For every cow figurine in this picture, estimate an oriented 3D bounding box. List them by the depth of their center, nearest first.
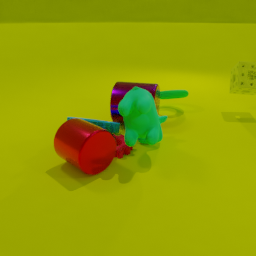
[{"bbox_3d":[0.380,-0.262,6.729,0.959,1.746,1.718,-5,30,15],"label":"cow figurine"}]

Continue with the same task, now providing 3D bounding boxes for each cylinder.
[{"bbox_3d":[-0.934,0.381,6.084,0.995,0.995,0.995,-20,30,-40],"label":"cylinder"},{"bbox_3d":[0.242,-0.720,8.360,1.264,1.264,1.264,6,23,13],"label":"cylinder"}]

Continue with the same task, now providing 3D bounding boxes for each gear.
[{"bbox_3d":[-0.417,0.445,6.986,1.053,0.195,1.053,0,23,0],"label":"gear"},{"bbox_3d":[-0.915,-0.082,7.411,1.369,0.253,1.369,7,2,0],"label":"gear"}]

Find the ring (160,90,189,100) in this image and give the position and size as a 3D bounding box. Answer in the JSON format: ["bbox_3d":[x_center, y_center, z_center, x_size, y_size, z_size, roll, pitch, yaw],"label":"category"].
[{"bbox_3d":[1.481,-1.146,9.668,1.205,0.241,1.205,-4,2,0],"label":"ring"}]

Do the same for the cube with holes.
[{"bbox_3d":[3.910,-1.607,9.184,0.850,0.850,0.850,5,-6,3],"label":"cube with holes"}]
